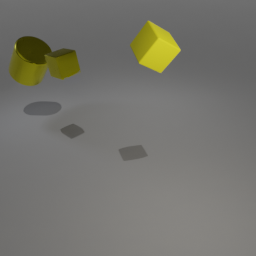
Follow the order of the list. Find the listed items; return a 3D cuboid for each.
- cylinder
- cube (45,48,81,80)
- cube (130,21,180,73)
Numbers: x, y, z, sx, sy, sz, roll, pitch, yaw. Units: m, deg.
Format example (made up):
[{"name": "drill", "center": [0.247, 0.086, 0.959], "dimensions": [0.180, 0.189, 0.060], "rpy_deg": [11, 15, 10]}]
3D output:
[{"name": "cylinder", "center": [-3.846, -2.609, 11.023], "dimensions": [1.400, 1.400, 1.400], "rpy_deg": [17, 54, -24]}, {"name": "cube", "center": [-1.978, -1.956, 8.513], "dimensions": [0.700, 0.700, 0.700], "rpy_deg": [-32, 37, -32]}, {"name": "cube", "center": [0.590, -1.788, 6.226], "dimensions": [0.700, 0.700, 0.700], "rpy_deg": [14, 42, -38]}]
